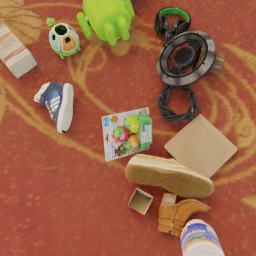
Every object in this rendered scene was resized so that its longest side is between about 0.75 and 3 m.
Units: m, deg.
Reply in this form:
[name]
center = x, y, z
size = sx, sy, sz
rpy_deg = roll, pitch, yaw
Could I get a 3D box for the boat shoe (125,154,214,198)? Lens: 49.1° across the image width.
[boat shoe]
center = 1.447, 1.511, 9.650
size = 2.998, 1.105, 1.037
rpy_deg = 16, 34, 4

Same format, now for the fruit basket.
[fruit basket]
center = 0.005, 0.231, 9.666
size = 1.785, 0.837, 1.654
rpy_deg = -15, 114, -30

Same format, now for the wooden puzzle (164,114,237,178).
[wooden puzzle]
center = 2.668, 0.750, 10.327
size = 2.080, 0.387, 1.924
rpy_deg = -39, 75, -17

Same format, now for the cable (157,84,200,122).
[cable]
center = 1.897, -1.040, 10.899
size = 1.527, 0.476, 1.872
rpy_deg = -14, 62, 5

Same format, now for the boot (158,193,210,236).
[boot]
center = 1.849, 2.984, 9.395
size = 1.666, 0.639, 1.293
rpy_deg = 14, 76, -3

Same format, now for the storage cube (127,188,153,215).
[storage cube]
center = 0.401, 2.513, 9.509
size = 0.661, 0.696, 0.774
rpy_deg = 28, 74, 9

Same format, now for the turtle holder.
[turtle holder]
center = -2.651, -3.795, 11.477
size = 1.197, 1.119, 1.575
rpy_deg = -10, 71, -3

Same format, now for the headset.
[headset]
center = 1.814, -4.325, 11.645
size = 1.516, 1.153, 2.455
rpy_deg = 15, 60, 6

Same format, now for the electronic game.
[electronic game]
center = 2.219, -2.721, 10.932
size = 2.431, 0.506, 2.431
rpy_deg = -15, 62, 30

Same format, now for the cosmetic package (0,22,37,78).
[cosmetic package]
center = -4.799, -3.179, 11.382
size = 1.055, 0.891, 2.041
rpy_deg = -41, 76, -13

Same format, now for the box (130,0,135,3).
[box]
center = -0.015, -6.876, 12.607
size = 1.897, 1.060, 2.688
rpy_deg = 43, 76, 11

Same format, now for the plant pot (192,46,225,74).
[plant pot]
center = 3.232, -2.667, 11.200
size = 1.027, 1.038, 1.038
rpy_deg = 15, 71, -3

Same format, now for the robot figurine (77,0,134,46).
[robot figurine]
center = -0.884, -4.690, 11.517
size = 2.337, 1.541, 2.664
rpy_deg = -27, 67, -3

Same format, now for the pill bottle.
[pill bottle]
center = 2.156, 3.498, 8.380
size = 1.119, 1.997, 1.119
rpy_deg = 0, 94, 7

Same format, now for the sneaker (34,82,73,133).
[sneaker]
center = -2.920, -0.795, 10.701
size = 1.450, 0.798, 1.980
rpy_deg = 2, 78, 14
